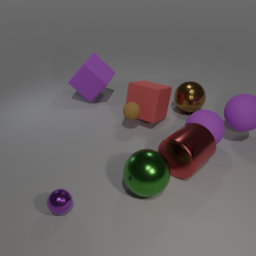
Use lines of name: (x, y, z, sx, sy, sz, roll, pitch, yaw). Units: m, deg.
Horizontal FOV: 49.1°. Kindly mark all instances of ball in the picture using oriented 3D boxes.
ball: (2.751, 0.036, 10.111, 1.400, 1.400, 1.400, 0, 33, 0)
ball: (0.555, 1.318, 8.267, 1.400, 1.400, 1.400, 0, 33, 0)
ball: (2.751, -1.382, 12.487, 1.400, 1.400, 1.400, 0, 33, 0)
ball: (4.291, -0.565, 10.371, 1.400, 1.400, 1.400, 0, 33, 0)
ball: (-1.896, 2.046, 7.800, 0.700, 0.700, 0.700, 0, 33, 0)
ball: (0.140, -0.678, 11.082, 0.700, 0.700, 0.700, 0, 33, 0)

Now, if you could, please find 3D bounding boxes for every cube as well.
cube: (0.854, -1.152, 11.809, 1.400, 1.400, 1.400, 18, 20, 26)
cube: (-1.705, -2.401, 13.278, 1.400, 1.400, 1.400, 41, 36, -14)

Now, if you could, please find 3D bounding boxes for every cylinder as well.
cylinder: (1.932, 0.722, 9.187, 1.400, 1.400, 1.400, 27, 41, 35)
